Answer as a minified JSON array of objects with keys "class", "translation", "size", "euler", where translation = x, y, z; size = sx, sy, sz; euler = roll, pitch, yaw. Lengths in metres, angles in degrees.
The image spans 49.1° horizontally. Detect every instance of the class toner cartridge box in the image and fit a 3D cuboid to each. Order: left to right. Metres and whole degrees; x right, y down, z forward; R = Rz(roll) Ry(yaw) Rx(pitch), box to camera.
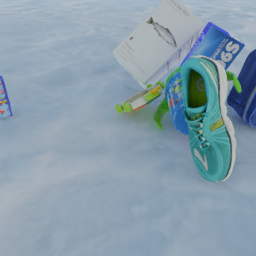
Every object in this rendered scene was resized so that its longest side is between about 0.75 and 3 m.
[{"class":"toner cartridge box","translation":[2.203,-1.762,8.379],"size":[1.148,2.417,0.522],"euler":[24,32,-12]}]

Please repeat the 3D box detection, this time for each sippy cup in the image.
[{"class":"sippy cup","translation":[1.774,-0.651,7.466],"size":[1.692,2.155,1.579],"euler":[19,37,-5]}]

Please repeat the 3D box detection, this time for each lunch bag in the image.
[{"class":"lunch bag","translation":[-3.993,-0.926,7.940],"size":[1.055,1.402,0.659],"euler":[-14,49,-19]},{"class":"lunch bag","translation":[3.994,-1.093,7.714],"size":[1.482,2.182,1.444],"euler":[4,32,-20]}]

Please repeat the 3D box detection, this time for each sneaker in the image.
[{"class":"sneaker","translation":[1.541,-0.150,5.918],"size":[1.052,2.713,1.081],"euler":[-8,3,38]}]

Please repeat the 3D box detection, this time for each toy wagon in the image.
[{"class":"toy wagon","translation":[0.445,-0.900,8.291],"size":[1.416,0.361,1.825],"euler":[-35,13,-20]}]

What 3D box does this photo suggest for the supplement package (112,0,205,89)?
[{"class":"supplement package","translation":[1.024,-2.803,9.500],"size":[1.548,2.648,1.554],"euler":[46,5,8]}]
